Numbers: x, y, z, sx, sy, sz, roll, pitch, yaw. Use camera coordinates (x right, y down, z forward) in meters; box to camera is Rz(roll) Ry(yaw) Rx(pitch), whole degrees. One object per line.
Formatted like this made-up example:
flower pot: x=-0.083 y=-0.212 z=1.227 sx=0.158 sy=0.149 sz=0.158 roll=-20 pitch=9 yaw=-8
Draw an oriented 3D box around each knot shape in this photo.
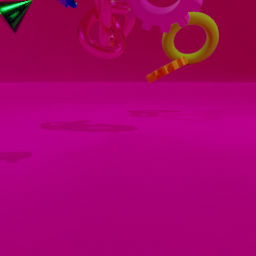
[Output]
knot shape: x=-0.546 y=-2.553 z=7.025 sx=0.895 sy=1.812 sz=1.937 roll=4 pitch=-24 yaw=27

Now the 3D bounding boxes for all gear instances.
gear: x=1.361 y=-2.047 z=9.870 sx=1.495 sy=0.277 sz=1.495 roll=-27 pitch=6 yaw=3
gear: x=0.744 y=-3.180 z=6.398 sx=1.964 sy=1.964 sz=0.363 roll=3 pitch=47 yaw=18

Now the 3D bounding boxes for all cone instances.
cone: x=-3.014 y=-3.258 z=7.692 sx=0.957 sy=0.953 sz=0.953 roll=-38 pitch=19 yaw=-9

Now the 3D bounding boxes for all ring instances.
ring: x=2.309 y=-3.272 z=10.425 sx=2.058 sy=2.058 sz=0.412 roll=0 pitch=44 yaw=3

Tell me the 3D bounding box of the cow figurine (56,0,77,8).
cow figurine: x=-0.715 y=-2.185 z=3.876 sx=0.955 sy=0.524 sz=0.940 roll=-46 pitch=0 yaw=-21
